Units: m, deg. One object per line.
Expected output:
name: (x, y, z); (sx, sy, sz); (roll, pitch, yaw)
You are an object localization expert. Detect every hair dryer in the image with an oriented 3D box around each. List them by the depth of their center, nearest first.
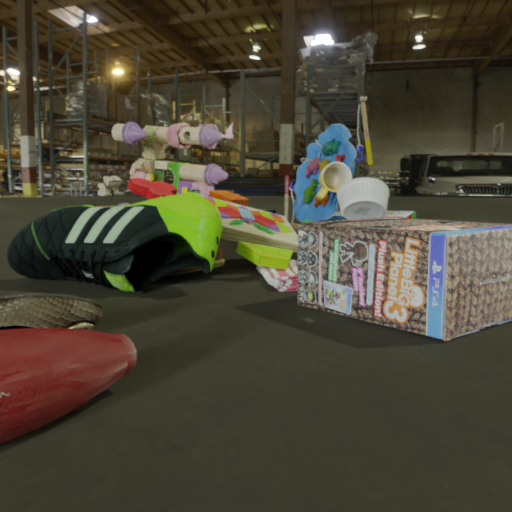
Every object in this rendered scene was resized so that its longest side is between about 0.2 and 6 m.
hair dryer: (-2.055, 0.744, 3.669); (2.501, 0.680, 1.905); (-1, 7, -15)

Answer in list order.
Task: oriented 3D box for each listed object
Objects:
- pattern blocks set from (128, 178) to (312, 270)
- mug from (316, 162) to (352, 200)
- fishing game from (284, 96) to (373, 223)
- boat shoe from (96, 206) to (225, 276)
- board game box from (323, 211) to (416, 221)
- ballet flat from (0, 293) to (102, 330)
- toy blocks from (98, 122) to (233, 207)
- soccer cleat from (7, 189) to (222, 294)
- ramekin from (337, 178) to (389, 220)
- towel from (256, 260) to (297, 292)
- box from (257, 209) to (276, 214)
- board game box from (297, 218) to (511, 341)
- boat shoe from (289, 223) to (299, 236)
pattern blocks set: (-0.221, -0.606, 9.918); (3.603, 0.292, 3.167); (7, 23, -31)
mug: (1.529, -1.590, 11.668); (0.775, 0.621, 0.636); (-23, 7, -5)
fishing game: (1.434, -1.868, 13.032); (0.557, 2.568, 3.586); (14, -27, -24)
boat shoe: (-1.891, -0.300, 9.483); (3.335, 1.126, 1.200); (7, 11, 42)
board game box: (3.282, -0.925, 15.951); (2.222, 0.586, 2.904); (3, 8, 21)
ballet flat: (-2.522, 0.683, 4.983); (2.339, 0.542, 0.788); (1, -25, -35)
toy blocks: (-1.595, -1.632, 12.022); (2.273, 2.523, 2.700); (12, 13, 32)
soccer cleat: (-2.147, -0.065, 8.017); (3.395, 1.146, 1.376); (-11, 46, 12)
ramekin: (1.906, -0.945, 9.962); (0.942, 0.439, 0.942); (3, -29, 2)
towel: (1.174, 0.210, 8.717); (2.185, 0.327, 1.599); (-3, 8, -10)
box: (-0.606, -0.942, 15.576); (1.385, 0.774, 1.962); (-11, 13, -43)
board game box: (1.813, 0.139, 6.612); (1.715, 1.042, 2.151); (-6, 9, -38)
boat shoe: (0.524, -0.439, 12.994); (1.497, 0.533, 0.483); (-1, 18, 22)
